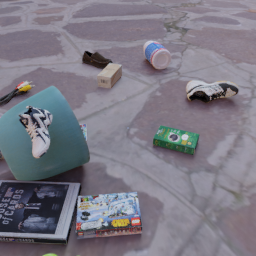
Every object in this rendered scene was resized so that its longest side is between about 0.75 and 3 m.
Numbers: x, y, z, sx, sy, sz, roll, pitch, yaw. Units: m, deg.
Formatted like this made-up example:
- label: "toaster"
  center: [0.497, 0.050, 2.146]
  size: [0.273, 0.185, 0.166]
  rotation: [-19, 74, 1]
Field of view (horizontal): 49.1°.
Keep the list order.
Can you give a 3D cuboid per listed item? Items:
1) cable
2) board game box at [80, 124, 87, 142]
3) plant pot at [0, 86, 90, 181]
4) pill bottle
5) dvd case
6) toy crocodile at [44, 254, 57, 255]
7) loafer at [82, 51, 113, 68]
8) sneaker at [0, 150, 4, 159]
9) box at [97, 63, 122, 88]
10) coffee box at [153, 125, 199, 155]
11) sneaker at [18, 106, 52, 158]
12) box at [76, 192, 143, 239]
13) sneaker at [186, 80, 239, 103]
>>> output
- label: "cable"
  center: [-5.417, -1.751, 13.259]
  size: [0.931, 0.483, 1.917]
  rotation: [27, 44, 32]
- label: "board game box"
  center: [-1.928, 0.242, 10.733]
  size: [0.701, 0.192, 1.111]
  rotation: [-4, 36, -6]
- label: "plant pot"
  center: [-2.765, 0.364, 8.630]
  size: [2.164, 2.697, 2.697]
  rotation: [-28, 43, -22]
- label: "pill bottle"
  center: [1.605, -4.316, 16.231]
  size: [1.162, 1.162, 2.070]
  rotation: [-10, 38, -14]
- label: "dvd case"
  center: [-2.750, 2.266, 7.814]
  size: [2.570, 0.318, 1.932]
  rotation: [2, 35, 2]
- label: "toy crocodile"
  center: [-2.188, 3.216, 6.138]
  size: [2.353, 0.726, 0.794]
  rotation: [-5, 36, -8]
- label: "loafer"
  center: [-1.817, -3.996, 16.167]
  size: [2.069, 0.738, 0.755]
  rotation: [17, 39, 22]
- label: "sneaker"
  center: [-5.055, 0.255, 9.990]
  size: [1.217, 1.027, 2.783]
  rotation: [-17, 43, -32]
- label: "box"
  center: [-0.920, -2.716, 14.473]
  size: [0.767, 0.628, 1.615]
  rotation: [11, 38, 15]
- label: "coffee box"
  center: [1.780, 0.419, 10.360]
  size: [1.552, 0.341, 0.954]
  rotation: [13, 37, 17]
- label: "sneaker"
  center: [-2.230, 0.027, 6.505]
  size: [0.497, 0.810, 1.245]
  rotation: [-12, 60, 34]
- label: "box"
  center: [-0.524, 2.356, 7.658]
  size: [1.714, 0.342, 1.173]
  rotation: [-3, 36, -4]
- label: "sneaker"
  center: [3.858, -1.547, 12.840]
  size: [2.367, 0.895, 1.038]
  rotation: [2, 49, 11]
